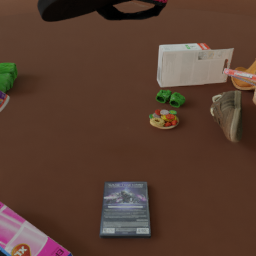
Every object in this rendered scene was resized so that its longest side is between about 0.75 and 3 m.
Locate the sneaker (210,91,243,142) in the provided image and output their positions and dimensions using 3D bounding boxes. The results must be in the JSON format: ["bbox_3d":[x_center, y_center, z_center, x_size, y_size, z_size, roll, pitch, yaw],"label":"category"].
[{"bbox_3d":[3.004,-0.355,8.641,0.958,0.893,2.535,-3,28,25],"label":"sneaker"}]

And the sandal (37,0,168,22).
[{"bbox_3d":[0.044,-1.832,4.007,2.711,0.611,1.018,-31,8,-30],"label":"sandal"}]

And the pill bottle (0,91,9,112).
[{"bbox_3d":[-3.347,-0.793,6.662,0.492,0.884,0.492,-32,39,29],"label":"pill bottle"}]

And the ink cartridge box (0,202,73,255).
[{"bbox_3d":[-1.998,2.466,5.030,2.772,0.514,1.312,24,43,25],"label":"ink cartridge box"}]

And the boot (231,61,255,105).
[{"bbox_3d":[4.571,-2.146,9.847,0.994,2.013,2.593,-1,37,-1],"label":"boot"}]

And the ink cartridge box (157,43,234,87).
[{"bbox_3d":[2.503,-2.414,10.671,2.664,1.451,0.671,-5,37,-6],"label":"ink cartridge box"}]

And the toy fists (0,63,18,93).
[{"bbox_3d":[-4.805,-1.942,10.768,0.942,0.635,1.847,-9,39,1],"label":"toy fists"}]

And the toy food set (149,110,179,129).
[{"bbox_3d":[1.143,-0.293,8.875,0.929,0.226,0.919,1,37,2],"label":"toy food set"}]

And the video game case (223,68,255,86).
[{"bbox_3d":[3.057,-1.013,6.307,1.161,0.142,1.623,16,13,-18],"label":"video game case"}]

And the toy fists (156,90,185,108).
[{"bbox_3d":[1.505,-1.074,9.822,1.018,0.350,0.519,20,41,26],"label":"toy fists"}]

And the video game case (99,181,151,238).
[{"bbox_3d":[-0.056,1.765,6.218,1.035,0.137,1.449,0,36,0],"label":"video game case"}]
